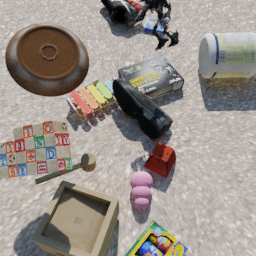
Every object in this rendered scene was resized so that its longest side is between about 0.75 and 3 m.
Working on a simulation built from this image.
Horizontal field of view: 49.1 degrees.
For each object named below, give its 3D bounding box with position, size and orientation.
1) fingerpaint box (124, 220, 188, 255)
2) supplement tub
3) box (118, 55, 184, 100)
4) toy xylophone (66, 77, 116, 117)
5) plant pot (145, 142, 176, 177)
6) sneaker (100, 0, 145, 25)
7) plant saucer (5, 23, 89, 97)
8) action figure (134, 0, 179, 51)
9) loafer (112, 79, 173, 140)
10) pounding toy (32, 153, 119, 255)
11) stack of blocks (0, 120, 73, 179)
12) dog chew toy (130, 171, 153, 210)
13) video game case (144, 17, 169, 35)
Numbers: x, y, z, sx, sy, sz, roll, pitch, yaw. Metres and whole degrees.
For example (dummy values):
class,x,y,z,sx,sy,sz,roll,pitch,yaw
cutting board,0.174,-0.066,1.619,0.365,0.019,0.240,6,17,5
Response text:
class,x,y,z,sx,sy,sz,roll,pitch,yaw
fingerpaint box,0.709,3.529,7.654,1.242,0.546,1.488,35,61,23
supplement tub,4.348,-2.990,11.571,2.504,1.816,1.816,-1,54,-1
box,0.937,-2.054,11.684,2.228,0.538,1.764,-20,57,-15
toy xylophone,-1.406,-1.337,11.149,2.276,0.572,1.666,-35,61,-23
plant pot,1.117,0.980,9.370,0.852,0.751,0.852,24,58,17
sneaker,-0.582,-6.168,14.335,2.959,1.046,1.446,40,61,23
plant saucer,-2.093,-1.920,7.423,2.201,0.403,2.201,5,73,-15
action figure,0.886,-3.410,8.796,1.209,2.035,1.038,9,54,43
loafer,0.491,-0.842,10.514,1.010,1.017,2.794,-32,76,-32
pounding toy,-1.510,2.193,8.156,2.469,1.286,2.810,15,56,11
stack of blocks,-2.410,0.559,6.805,2.032,0.595,1.170,-10,84,22
dog chew toy,0.419,1.961,8.727,0.719,0.719,1.155,0,61,0
video game case,1.445,-5.140,14.104,1.056,0.240,0.957,15,55,10
